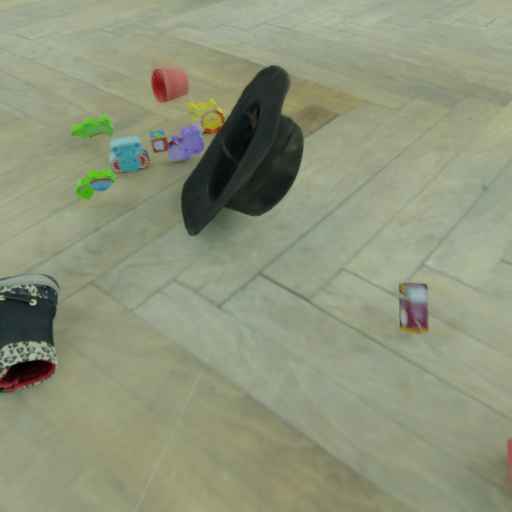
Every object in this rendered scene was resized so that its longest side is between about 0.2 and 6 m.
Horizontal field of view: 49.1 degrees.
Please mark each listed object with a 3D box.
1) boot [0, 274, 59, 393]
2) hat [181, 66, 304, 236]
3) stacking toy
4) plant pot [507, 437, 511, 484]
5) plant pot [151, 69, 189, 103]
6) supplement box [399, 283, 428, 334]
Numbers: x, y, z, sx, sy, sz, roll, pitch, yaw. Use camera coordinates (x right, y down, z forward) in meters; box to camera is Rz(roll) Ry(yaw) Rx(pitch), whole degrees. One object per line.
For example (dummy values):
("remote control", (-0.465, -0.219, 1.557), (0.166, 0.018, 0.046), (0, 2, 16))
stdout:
("boot", (-4.596, 1.360, 9.341), (2.620, 0.946, 1.979), (-12, 45, -13))
("hat", (-0.031, -1.859, 11.476), (1.520, 3.768, 3.768), (27, 34, -25))
("stacking toy", (-2.491, -2.609, 13.928), (4.033, 0.948, 3.040), (-11, 41, -9))
("plant pot", (3.857, 2.963, 7.670), (0.846, 0.846, 0.749), (13, 54, 14))
("plant pot", (-1.923, -3.875, 12.656), (0.649, 0.733, 0.733), (-18, 44, -33))
("supplement box", (2.722, 0.900, 9.708), (0.362, 0.845, 0.466), (-1, -1, -4))
